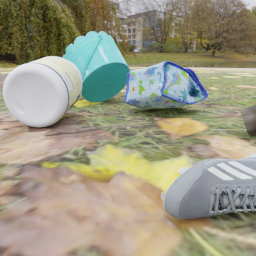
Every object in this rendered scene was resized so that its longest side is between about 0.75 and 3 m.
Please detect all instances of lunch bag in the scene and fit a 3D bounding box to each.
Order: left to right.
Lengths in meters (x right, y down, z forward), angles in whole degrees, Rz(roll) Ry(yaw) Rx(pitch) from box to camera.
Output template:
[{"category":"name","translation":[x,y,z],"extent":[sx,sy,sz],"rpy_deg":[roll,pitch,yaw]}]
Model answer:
[{"category":"lunch bag","translation":[1.371,-1.332,9.893],"extent":[2.306,1.469,1.961],"rpy_deg":[16,-11,-37]}]

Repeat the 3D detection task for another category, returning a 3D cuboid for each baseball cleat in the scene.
[{"category":"baseball cleat","translation":[1.485,0.776,3.483],"extent":[2.068,0.721,1.101],"rpy_deg":[-13,24,-27]}]

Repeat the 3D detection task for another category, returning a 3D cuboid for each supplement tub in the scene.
[{"category":"supplement tub","translation":[-2.413,-1.213,8.541],"extent":[1.781,1.781,2.456],"rpy_deg":[1,21,5]}]

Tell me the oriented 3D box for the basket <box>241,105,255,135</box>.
[{"category":"basket","translation":[3.466,-0.306,6.838],"extent":[1.200,0.816,1.082],"rpy_deg":[-17,-20,23]}]

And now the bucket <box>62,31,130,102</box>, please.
[{"category":"bucket","translation":[-1.280,-2.442,11.679],"extent":[2.639,2.639,1.717],"rpy_deg":[-11,57,-35]}]
